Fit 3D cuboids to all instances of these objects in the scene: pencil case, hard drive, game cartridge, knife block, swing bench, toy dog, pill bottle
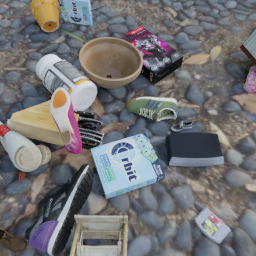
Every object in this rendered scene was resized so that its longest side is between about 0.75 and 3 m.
[{"bbox_3d":[5.487,-2.161,12.226,0.607,0.607,1.389,22,58,14],"label":"pencil case"},{"bbox_3d":[2.457,0.742,10.340,1.999,0.423,1.349,-1,56,0],"label":"hard drive"},{"bbox_3d":[2.643,3.107,8.904,0.681,0.209,1.023,-40,64,-19],"label":"game cartridge"},{"bbox_3d":[-2.399,0.148,10.141,2.821,0.903,2.477,-26,64,-30],"label":"knife block"},{"bbox_3d":[-0.814,3.439,8.208,1.581,1.031,1.589,1,51,1],"label":"swing bench"},{"bbox_3d":[-4.125,0.789,9.764,2.931,1.933,1.412,33,94,29],"label":"toy dog"},{"bbox_3d":[-2.563,-1.876,11.469,1.461,1.461,2.512,-38,64,-22],"label":"pill bottle"}]

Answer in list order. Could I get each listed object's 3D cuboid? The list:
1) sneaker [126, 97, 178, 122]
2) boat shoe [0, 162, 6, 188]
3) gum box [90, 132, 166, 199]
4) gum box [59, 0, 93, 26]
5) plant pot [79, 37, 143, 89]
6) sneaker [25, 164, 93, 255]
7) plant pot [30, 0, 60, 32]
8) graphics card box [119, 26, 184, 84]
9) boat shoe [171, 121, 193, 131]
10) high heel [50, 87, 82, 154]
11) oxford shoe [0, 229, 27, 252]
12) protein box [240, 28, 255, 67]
[{"bbox_3d":[0.996,-0.694,11.125,2.094,0.702,0.940,-2,51,-5],"label":"sneaker"},{"bbox_3d":[-4.857,1.319,9.858,0.743,0.755,2.026,-23,67,-26],"label":"boat shoe"},{"bbox_3d":[-0.038,1.280,9.948,2.161,0.481,1.836,-17,58,-11],"label":"gum box"},{"bbox_3d":[-2.653,-6.016,14.326,1.600,1.360,0.357,13,57,9],"label":"gum box"},{"bbox_3d":[-0.753,-2.581,12.010,2.658,1.227,2.658,4,55,-5],"label":"plant pot"},{"bbox_3d":[-2.186,2.323,8.915,1.312,1.135,2.998,15,57,16],"label":"sneaker"},{"bbox_3d":[-4.096,-5.669,14.186,1.427,1.427,1.306,-15,73,-10],"label":"plant pot"},{"bbox_3d":[0.897,-3.443,12.976,1.817,0.737,2.897,-34,64,-21],"label":"graphics card box"},{"bbox_3d":[2.127,-0.093,10.984,0.859,0.293,0.317,-7,56,-5],"label":"boat shoe"},{"bbox_3d":[-1.951,-0.234,9.205,0.750,1.069,2.228,-22,64,2],"label":"high heel"},{"bbox_3d":[-3.622,3.418,8.511,1.174,0.496,0.427,18,56,10],"label":"oxford shoe"},{"bbox_3d":[6.371,-3.205,12.010,1.987,1.350,2.001,0,51,-32],"label":"protein box"}]
